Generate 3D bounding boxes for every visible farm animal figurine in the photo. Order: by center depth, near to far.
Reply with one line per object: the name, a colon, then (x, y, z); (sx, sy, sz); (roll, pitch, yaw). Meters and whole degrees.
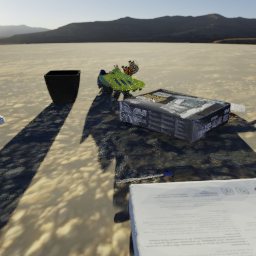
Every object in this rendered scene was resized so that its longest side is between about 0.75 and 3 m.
farm animal figurine: (-0.338, -2.916, 15.497); (1.822, 0.916, 1.471); (-10, 36, 32)

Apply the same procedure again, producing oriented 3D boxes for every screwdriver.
screwdriver: (0.616, 1.037, 5.912); (1.793, 0.250, 0.261); (-10, 54, -21)

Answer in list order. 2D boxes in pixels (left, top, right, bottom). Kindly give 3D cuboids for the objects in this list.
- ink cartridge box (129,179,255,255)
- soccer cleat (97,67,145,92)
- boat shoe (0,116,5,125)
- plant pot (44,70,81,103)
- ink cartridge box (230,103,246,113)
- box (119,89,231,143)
ink cartridge box: (1.550, 1.685, 3.638); (2.897, 0.639, 2.951); (-1, 23, -3)
soccer cleat: (-0.390, -2.277, 13.078); (2.724, 1.139, 0.881); (11, 9, 36)
boat shoe: (-5.050, -0.400, 9.015); (2.117, 0.696, 0.762); (3, 21, 7)
plant pot: (-2.721, -1.765, 11.919); (1.360, 1.207, 1.357); (-1, 20, -4)
ink cartridge box: (3.734, -0.706, 10.509); (1.226, 0.290, 0.981); (14, 24, 19)
box: (1.510, -0.540, 9.318); (2.913, 0.725, 2.297); (20, 29, 41)
